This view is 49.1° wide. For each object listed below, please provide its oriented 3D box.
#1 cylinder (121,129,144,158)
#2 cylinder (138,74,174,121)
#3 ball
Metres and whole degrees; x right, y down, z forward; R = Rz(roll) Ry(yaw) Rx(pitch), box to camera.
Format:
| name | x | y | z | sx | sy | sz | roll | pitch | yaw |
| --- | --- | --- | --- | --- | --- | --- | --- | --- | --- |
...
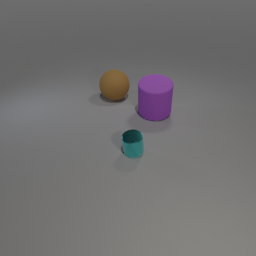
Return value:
| name | x | y | z | sx | sy | sz | roll | pitch | yaw |
| --- | --- | --- | --- | --- | --- | --- | --- | --- | --- |
| cylinder | 0.165 | 0.525 | 9.336 | 0.700 | 0.700 | 0.700 | -4 | 41 | 4 |
| cylinder | 1.112 | -1.250 | 11.484 | 1.400 | 1.400 | 1.400 | -1 | 42 | 1 |
| ball | -0.626 | -1.993 | 12.929 | 1.400 | 1.400 | 1.400 | 0 | 31 | 0 |
